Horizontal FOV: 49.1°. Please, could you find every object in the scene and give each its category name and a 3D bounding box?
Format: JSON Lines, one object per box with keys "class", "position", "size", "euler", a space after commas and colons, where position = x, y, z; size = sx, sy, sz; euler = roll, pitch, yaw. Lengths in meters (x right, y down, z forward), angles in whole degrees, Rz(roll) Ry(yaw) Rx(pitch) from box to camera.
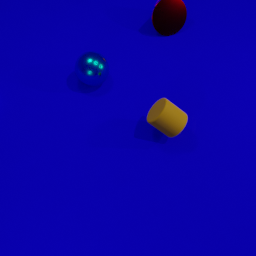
{"class": "cone", "position": [1.185, -3.884, 9.509], "size": [1.214, 1.214, 1.218], "euler": [-15, 33, -9]}
{"class": "ball", "position": [-1.014, -1.669, 7.916], "size": [0.976, 0.976, 0.976], "euler": [0, 59, 0]}
{"class": "cylinder", "position": [0.970, -0.252, 6.971], "size": [0.733, 0.733, 0.733], "euler": [34, 58, -20]}
